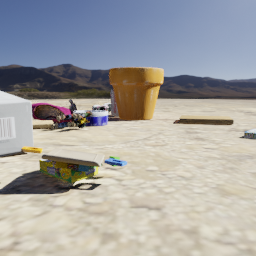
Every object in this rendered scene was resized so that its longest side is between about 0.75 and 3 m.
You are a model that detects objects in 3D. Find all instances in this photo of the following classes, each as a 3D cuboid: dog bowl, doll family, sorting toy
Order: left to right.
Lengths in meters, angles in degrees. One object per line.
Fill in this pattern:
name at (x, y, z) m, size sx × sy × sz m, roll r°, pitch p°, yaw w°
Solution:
doll family at (-2.112, -0.279, 10.710) m, size 1.755 × 0.689 × 1.015 m, roll 0°, pitch 12°, yaw 25°
sorting toy at (-0.857, 0.521, 4.517) m, size 1.678 × 0.229 × 0.945 m, roll 8°, pitch 1°, yaw -1°
dog bowl at (-1.605, -0.434, 12.079) m, size 1.477 × 0.582 × 1.477 m, roll 0°, pitch 8°, yaw 0°

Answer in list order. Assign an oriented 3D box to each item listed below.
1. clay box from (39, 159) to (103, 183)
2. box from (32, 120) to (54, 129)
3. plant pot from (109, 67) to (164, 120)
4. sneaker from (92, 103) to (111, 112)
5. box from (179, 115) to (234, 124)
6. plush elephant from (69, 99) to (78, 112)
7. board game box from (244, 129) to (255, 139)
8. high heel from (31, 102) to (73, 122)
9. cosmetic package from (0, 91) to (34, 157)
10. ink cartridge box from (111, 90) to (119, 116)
clay box at (-0.993, 0.693, 4.882) m, size 1.053 × 0.251 × 0.605 m, roll 9°, pitch 12°, yaw 40°
box at (-4.062, -0.135, 11.263) m, size 2.014 × 0.214 × 1.646 m, roll -3°, pitch 8°, yaw -17°
plant pot at (0.407, -1.738, 14.429) m, size 2.775 × 2.540 × 2.775 m, roll 1°, pitch 8°, yaw 0°
sneaker at (-1.495, -1.206, 18.329) m, size 1.620 × 0.651 × 0.700 m, roll -15°, pitch 25°, yaw -31°
box at (3.613, -0.399, 13.087) m, size 2.323 × 0.247 × 1.899 m, roll 1°, pitch 7°, yaw 14°
plush elephant at (-3.034, -0.825, 14.521) m, size 0.809 × 1.044 × 0.860 m, roll -22°, pitch -5°, yaw -2°
board game box at (4.231, 0.193, 8.917) m, size 0.709 × 0.181 × 1.055 m, roll 6°, pitch 10°, yaw 41°
high heel at (-3.837, -0.789, 13.125) m, size 2.752 × 0.928 × 1.323 m, roll 5°, pitch -2°, yaw 10°
cosmetic package at (-3.690, -0.252, 7.005) m, size 1.582 × 1.336 × 2.963 m, roll -10°, pitch 16°, yaw -38°
ink cartridge box at (0.108, -1.478, 16.375) m, size 2.100 × 1.518 × 0.884 m, roll 2°, pitch 8°, yaw 12°
